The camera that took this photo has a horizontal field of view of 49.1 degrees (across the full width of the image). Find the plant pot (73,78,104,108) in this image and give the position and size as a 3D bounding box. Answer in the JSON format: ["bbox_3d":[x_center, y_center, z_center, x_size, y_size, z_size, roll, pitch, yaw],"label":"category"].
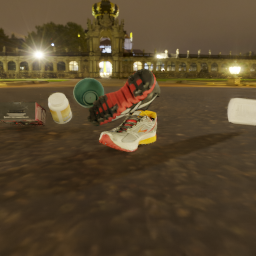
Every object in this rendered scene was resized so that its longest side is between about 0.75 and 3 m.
[{"bbox_3d":[-1.472,-1.247,10.774,1.132,1.132,0.759,0,-13,-2],"label":"plant pot"}]

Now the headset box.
[{"bbox_3d":[-3.207,-0.425,8.504,1.095,0.552,1.473,0,-6,-5],"label":"headset box"}]

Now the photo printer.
[{"bbox_3d":[3.589,-0.512,8.700,0.958,0.797,0.333,5,0,-2],"label":"photo printer"}]

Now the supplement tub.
[{"bbox_3d":[-2.193,-0.633,9.024,0.633,0.876,0.633,-1,49,2],"label":"supplement tub"}]

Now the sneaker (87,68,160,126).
[{"bbox_3d":[-0.071,-0.775,8.866,2.619,0.926,1.280,-32,-29,21],"label":"sneaker"}]

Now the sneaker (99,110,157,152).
[{"bbox_3d":[0.041,-0.003,6.293,0.754,0.796,1.936,16,18,28],"label":"sneaker"}]
